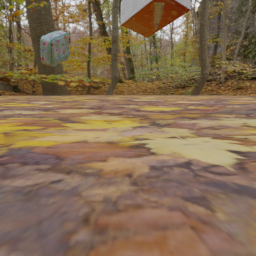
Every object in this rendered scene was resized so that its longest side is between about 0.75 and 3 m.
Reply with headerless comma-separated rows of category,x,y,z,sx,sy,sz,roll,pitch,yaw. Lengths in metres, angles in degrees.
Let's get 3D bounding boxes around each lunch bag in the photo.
lunch bag,-2.223,-2.463,8.731,0.463,0.963,1.200,16,33,15

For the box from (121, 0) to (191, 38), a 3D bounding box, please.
box,0.913,-4.294,9.824,1.359,1.065,2.185,12,-19,-36
